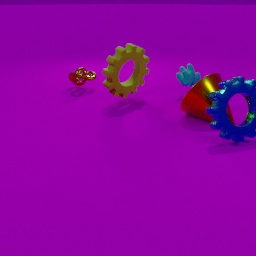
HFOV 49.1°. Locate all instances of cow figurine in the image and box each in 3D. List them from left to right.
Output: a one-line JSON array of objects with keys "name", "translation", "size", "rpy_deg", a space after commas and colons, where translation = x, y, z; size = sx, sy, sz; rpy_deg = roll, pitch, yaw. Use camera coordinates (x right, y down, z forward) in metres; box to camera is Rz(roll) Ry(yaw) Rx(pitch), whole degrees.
[{"name": "cow figurine", "translation": [2.335, -1.831, 10.500], "size": [0.611, 1.095, 1.113], "rpy_deg": [-13, 30, 41]}]

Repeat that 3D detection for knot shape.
[{"name": "knot shape", "translation": [-1.926, -2.018, 11.168], "size": [1.076, 0.531, 1.150], "rpy_deg": [-14, -2, 41]}]

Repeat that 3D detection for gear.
[{"name": "gear", "translation": [-0.042, -1.937, 9.634], "size": [1.819, 1.819, 0.336], "rpy_deg": [-20, 41, -35]}, {"name": "gear", "translation": [2.814, -0.472, 7.173], "size": [1.625, 1.625, 0.301], "rpy_deg": [-7, 7, -14]}]

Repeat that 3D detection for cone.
[{"name": "cone", "translation": [2.661, -0.508, 8.305], "size": [1.578, 1.578, 1.584], "rpy_deg": [-18, 58, -32]}]
